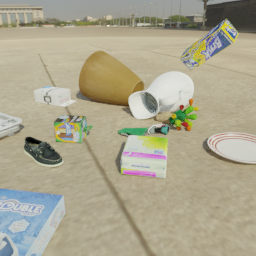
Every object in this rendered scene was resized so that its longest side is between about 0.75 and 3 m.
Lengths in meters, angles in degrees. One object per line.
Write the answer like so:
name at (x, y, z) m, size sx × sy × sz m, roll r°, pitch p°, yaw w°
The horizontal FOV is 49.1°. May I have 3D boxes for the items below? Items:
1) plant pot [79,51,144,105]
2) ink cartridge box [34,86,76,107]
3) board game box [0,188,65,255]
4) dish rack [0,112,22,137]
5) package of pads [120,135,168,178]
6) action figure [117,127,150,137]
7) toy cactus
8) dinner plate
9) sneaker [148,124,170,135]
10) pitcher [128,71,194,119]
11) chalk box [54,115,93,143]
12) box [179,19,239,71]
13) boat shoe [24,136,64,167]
plant pot at (-0.629, -2.225, 13.872) m, size 2.670 × 2.488 × 2.488 m, roll 26°, pitch 32°, yaw 24°
ink cartridge box at (-3.695, -1.637, 14.313) m, size 1.883 × 0.628 × 1.091 m, roll 10°, pitch 25°, yaw 23°
board game box at (-3.061, 2.186, 5.363) m, size 2.831 × 0.614 × 2.817 m, roll 4°, pitch 22°, yaw 8°
dish rack at (-5.541, 0.019, 10.514) m, size 2.648 × 0.577 × 2.273 m, roll 16°, pitch 29°, yaw 32°
package of pads at (0.510, 0.830, 8.584) m, size 1.358 × 0.600 × 1.758 m, roll 5°, pitch 23°, yaw 8°
action figure at (0.142, 0.165, 10.485) m, size 1.204 × 0.329 × 0.711 m, roll 4°, pitch 24°, yaw 27°
toy cactus at (1.982, -0.517, 11.526) m, size 1.663 × 1.030 × 2.015 m, roll 0°, pitch 30°, yaw 24°
dinner plate at (3.806, 0.684, 9.343) m, size 2.263 × 0.274 × 2.263 m, roll 1°, pitch 24°, yaw 0°
sneaker at (1.240, 0.083, 10.641) m, size 0.927 × 0.388 × 0.560 m, roll -15°, pitch 18°, yaw -35°
pitcher at (1.872, -1.468, 12.240) m, size 2.949 × 1.788 × 2.530 m, roll -28°, pitch 18°, yaw -38°
chalk box at (-1.929, 0.036, 10.204) m, size 1.285 × 0.796 × 0.802 m, roll 4°, pitch 22°, yaw 6°
box at (3.505, -3.581, 12.344) m, size 2.533 × 0.887 × 0.814 m, roll -30°, pitch 21°, yaw 54°
boat shoe at (-2.730, 0.686, 8.910) m, size 0.671 × 0.596 × 1.797 m, roll -21°, pitch 31°, yaw -40°
